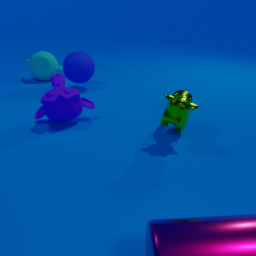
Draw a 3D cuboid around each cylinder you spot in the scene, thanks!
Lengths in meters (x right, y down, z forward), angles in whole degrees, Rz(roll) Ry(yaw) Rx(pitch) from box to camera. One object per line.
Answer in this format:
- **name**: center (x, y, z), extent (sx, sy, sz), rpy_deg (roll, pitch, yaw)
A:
- **cylinder**: center (0.825, 1.509, 2.801), extent (1.187, 1.187, 1.187), rpy_deg (-3, 27, -2)

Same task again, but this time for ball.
- **ball**: center (-1.656, -2.042, 9.439), extent (1.072, 1.072, 1.072), rpy_deg (0, 27, 0)

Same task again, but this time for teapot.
- **teapot**: center (-3.174, -2.371, 10.596), extent (1.716, 1.067, 0.840), rpy_deg (11, 21, 2)

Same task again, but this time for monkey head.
- **monkey head**: center (-1.712, -0.753, 7.285), extent (1.609, 0.970, 1.157), rpy_deg (-11, 58, -6)

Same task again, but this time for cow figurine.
- **cow figurine**: center (1.195, -0.506, 6.493), extent (0.768, 1.377, 1.399), rpy_deg (22, 53, 8)
